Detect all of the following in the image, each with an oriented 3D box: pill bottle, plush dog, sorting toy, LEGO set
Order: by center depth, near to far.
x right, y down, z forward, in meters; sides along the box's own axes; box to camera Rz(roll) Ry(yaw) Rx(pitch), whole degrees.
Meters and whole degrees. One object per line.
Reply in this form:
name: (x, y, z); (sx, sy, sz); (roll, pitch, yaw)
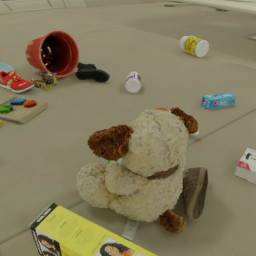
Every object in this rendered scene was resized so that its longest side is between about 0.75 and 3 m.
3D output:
plush dog: (0.479, 0.798, 6.337); (2.984, 2.563, 2.394); (-18, 36, -26)
sorting toy: (-4.433, -0.628, 10.703); (1.702, 0.306, 2.284); (13, 35, 20)
pill bottle: (0.249, -2.126, 12.734); (0.664, 0.664, 1.191); (2, 32, 3)
LEGO set: (-3.880, -2.260, 12.911); (1.217, 0.705, 0.936); (25, 40, 34)
pill bottle: (3.958, -5.011, 16.985); (0.991, 0.991, 1.758); (-16, 36, -24)

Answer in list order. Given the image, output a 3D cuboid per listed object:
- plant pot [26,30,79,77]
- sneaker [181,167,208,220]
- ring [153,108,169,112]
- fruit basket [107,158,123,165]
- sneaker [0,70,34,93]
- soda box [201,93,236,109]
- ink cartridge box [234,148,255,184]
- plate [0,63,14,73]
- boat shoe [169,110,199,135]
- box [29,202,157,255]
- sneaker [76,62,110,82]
plant pot: (-3.917, -3.669, 13.965); (2.144, 2.144, 2.085); (-29, 29, -37)
sneaker: (1.568, 1.629, 7.052); (0.665, 0.620, 1.760); (-5, 24, 28)
ring: (0.991, -0.417, 10.286); (1.097, 0.105, 1.097); (-20, 27, 11)
fruit basket: (-0.275, 0.880, 7.728); (0.456, 0.973, 0.901); (6, 29, -18)
sneaker: (-5.111, -2.142, 12.572); (1.980, 0.841, 0.763); (14, 37, 24)
soda box: (3.665, -1.111, 11.370); (1.301, 0.418, 0.441); (-8, 33, -13)
ink cartridge box: (3.556, 1.068, 7.935); (0.708, 0.411, 0.981); (21, 38, 30)
plate: (-6.938, -2.910, 14.072); (2.225, 0.284, 2.225); (10, 27, -5)
boat shoe: (1.770, -0.161, 9.772); (0.569, 0.598, 1.660); (-27, 42, -15)
box: (-0.468, 2.459, 5.166); (2.851, 1.073, 0.714); (18, 38, 24)
sneaker: (-1.748, -2.813, 13.845); (2.108, 0.633, 1.099); (8, 38, 18)
